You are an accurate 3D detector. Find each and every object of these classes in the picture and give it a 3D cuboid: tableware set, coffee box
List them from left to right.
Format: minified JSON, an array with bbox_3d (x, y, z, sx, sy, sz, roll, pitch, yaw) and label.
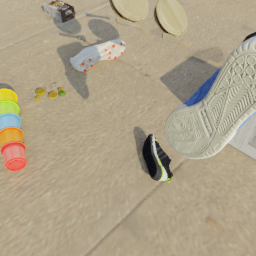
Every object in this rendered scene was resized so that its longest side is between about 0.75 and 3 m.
[{"bbox_3d":[-2.615,-1.139,9.306,1.017,0.156,0.685,-21,54,-20],"label":"tableware set"},{"bbox_3d":[-3.178,-5.459,12.993,1.346,0.537,0.761,34,56,27],"label":"coffee box"},{"bbox_3d":[0.527,-3.000,7.219,2.474,0.496,1.635,5,76,-34],"label":"tableware set"}]

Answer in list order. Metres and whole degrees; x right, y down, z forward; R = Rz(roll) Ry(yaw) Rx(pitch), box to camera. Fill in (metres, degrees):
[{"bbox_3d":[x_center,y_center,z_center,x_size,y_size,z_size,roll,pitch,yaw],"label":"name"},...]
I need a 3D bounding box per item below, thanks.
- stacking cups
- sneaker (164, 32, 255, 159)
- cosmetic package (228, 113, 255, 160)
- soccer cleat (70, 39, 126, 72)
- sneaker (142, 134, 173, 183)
[{"bbox_3d":[-3.305,0.043,7.897,0.802,0.802,2.650,-18,55,-16],"label":"stacking cups"},{"bbox_3d":[1.428,-0.441,3.800,1.276,2.295,0.881,-33,74,-31],"label":"sneaker"},{"bbox_3d":[3.833,-0.454,7.578,1.724,1.722,2.089,35,55,29],"label":"cosmetic package"},{"bbox_3d":[-1.110,-2.819,10.451,2.231,0.773,0.865,-31,52,-22],"label":"soccer cleat"},{"bbox_3d":[0.804,0.817,7.369,0.618,0.535,1.492,13,44,-22],"label":"sneaker"}]
